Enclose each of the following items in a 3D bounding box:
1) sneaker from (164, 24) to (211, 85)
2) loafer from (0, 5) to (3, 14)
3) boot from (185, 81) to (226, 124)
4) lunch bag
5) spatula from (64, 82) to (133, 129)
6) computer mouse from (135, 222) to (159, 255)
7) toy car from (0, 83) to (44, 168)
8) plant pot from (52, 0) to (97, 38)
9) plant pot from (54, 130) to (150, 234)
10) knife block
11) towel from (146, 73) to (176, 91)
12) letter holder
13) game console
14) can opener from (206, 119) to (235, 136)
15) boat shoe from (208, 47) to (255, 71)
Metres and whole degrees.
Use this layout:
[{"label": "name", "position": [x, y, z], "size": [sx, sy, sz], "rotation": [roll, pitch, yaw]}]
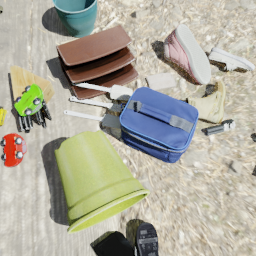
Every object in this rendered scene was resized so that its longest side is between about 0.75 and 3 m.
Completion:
[{"label": "sneaker", "position": [2.245, -2.700, 10.975], "size": [0.910, 1.264, 2.418], "rotation": [-35, 98, -31]}, {"label": "loafer", "position": [-5.978, -5.078, 12.304], "size": [1.052, 0.395, 0.366], "rotation": [-30, 64, -14]}, {"label": "boot", "position": [2.800, -1.047, 10.232], "size": [1.355, 0.635, 1.744], "rotation": [10, 68, 5]}, {"label": "lunch bag", "position": [0.910, -0.186, 9.188], "size": [2.575, 1.704, 1.750], "rotation": [22, 66, 10]}, {"label": "spatula", "position": [-1.099, -0.930, 10.266], "size": [2.312, 0.186, 1.607], "rotation": [12, 83, 7]}, {"label": "computer mouse", "position": [0.305, 3.729, 7.876], "size": [1.361, 0.446, 1.939], "rotation": [-2, 70, -27]}, {"label": "toy car", "position": [-3.653, -0.386, 9.450], "size": [2.577, 0.611, 2.738], "rotation": [-44, 69, 12]}, {"label": "plant pot", "position": [-2.033, -4.670, 11.415], "size": [1.747, 1.642, 1.747], "rotation": [0, 63, 0]}, {"label": "plant pot", "position": [-0.943, 1.373, 7.946], "size": [2.440, 2.440, 2.244], "rotation": [-23, 70, -11]}, {"label": "knife block", "position": [-3.719, -0.944, 10.081], "size": [2.358, 0.754, 2.070], "rotation": [26, 66, 11]}, {"label": "towel", "position": [1.286, -1.778, 10.818], "size": [1.052, 0.181, 0.697], "rotation": [-13, 64, -6]}, {"label": "letter holder", "position": [-1.006, -2.379, 10.345], "size": [2.598, 1.306, 1.846], "rotation": [-24, 63, -15]}, {"label": "game console", "position": [-0.861, 4.196, 7.856], "size": [2.522, 0.304, 1.488], "rotation": [-32, 68, -16]}, {"label": "can opener", "position": [3.282, -0.007, 9.942], "size": [1.133, 0.298, 0.377], "rotation": [-17, 31, -10]}, {"label": "boat shoe", "position": [4.010, -2.534, 11.020], "size": [1.811, 0.642, 0.632], "rotation": [27, 94, 9]}]
